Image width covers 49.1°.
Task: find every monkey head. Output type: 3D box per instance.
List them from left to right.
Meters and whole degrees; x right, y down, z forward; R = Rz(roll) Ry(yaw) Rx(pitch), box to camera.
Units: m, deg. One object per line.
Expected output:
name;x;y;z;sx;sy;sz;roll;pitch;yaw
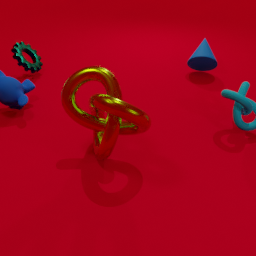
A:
monkey head;-3.088;-1.077;7.622;1.493;0.900;1.074;43;68;11

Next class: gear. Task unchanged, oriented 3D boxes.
gear;-3.349;-2.353;9.345;0.202;1.092;1.092;-29;27;26

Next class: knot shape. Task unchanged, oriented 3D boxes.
knot shape;-0.520;-0.169;5.945;1.988;1.861;0.919;34;46;23
knot shape;2.739;-0.610;6.785;1.174;0.580;1.254;24;52;-40

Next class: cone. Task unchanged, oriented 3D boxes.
cone;2.608;-2.652;9.648;1.017;1.017;1.021;7;76;10
